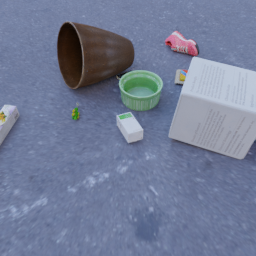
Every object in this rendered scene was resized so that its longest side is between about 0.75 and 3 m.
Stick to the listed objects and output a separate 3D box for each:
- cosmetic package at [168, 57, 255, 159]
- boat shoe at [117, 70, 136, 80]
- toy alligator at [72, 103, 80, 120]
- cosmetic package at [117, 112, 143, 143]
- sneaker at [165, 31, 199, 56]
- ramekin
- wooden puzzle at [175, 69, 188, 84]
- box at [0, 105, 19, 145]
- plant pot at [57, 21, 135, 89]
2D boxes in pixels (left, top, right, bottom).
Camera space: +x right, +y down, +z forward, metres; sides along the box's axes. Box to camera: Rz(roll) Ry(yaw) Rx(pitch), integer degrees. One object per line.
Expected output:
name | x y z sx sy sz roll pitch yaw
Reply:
cosmetic package | 3.132 -0.729 9.802 2.682 2.231 2.244 17 49 10
boat shoe | 0.092 -2.446 12.784 1.223 0.381 0.456 -4 49 -2
toy alligator | -2.109 -0.619 11.173 0.260 0.284 0.958 -32 40 27
cosmetic package | 0.057 -0.030 10.368 0.615 0.485 1.143 -16 43 -19
sneaker | 2.712 -4.102 14.224 0.925 0.786 2.133 -35 51 -11
ramekin | 0.521 -1.519 11.573 1.773 0.866 1.773 0 47 0
wooden puzzle | 2.746 -2.323 12.699 1.182 0.220 1.093 5 45 11
box | -4.802 0.205 10.196 0.507 0.543 2.623 7 48 8
plant pot | -1.242 -3.187 12.256 2.880 2.692 2.692 -12 46 -32
